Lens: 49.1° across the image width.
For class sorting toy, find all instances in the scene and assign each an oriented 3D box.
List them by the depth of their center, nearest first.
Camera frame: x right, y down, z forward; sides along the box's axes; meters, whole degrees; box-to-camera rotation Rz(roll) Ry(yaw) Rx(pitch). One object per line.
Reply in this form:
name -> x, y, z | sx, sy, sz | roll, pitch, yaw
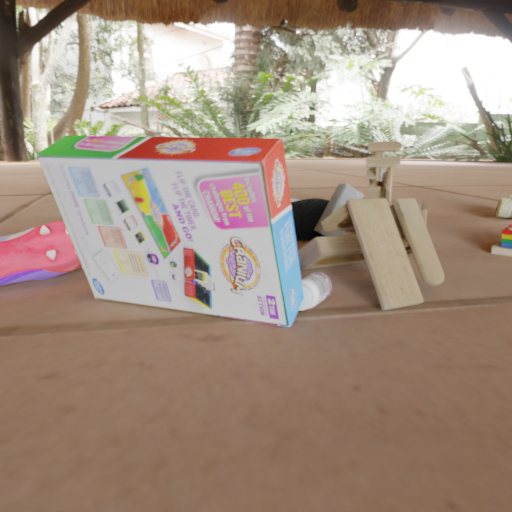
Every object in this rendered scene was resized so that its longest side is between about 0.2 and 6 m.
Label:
sorting toy -> 5.938, -0.331, 11.666 | 1.575, 0.548, 1.565 | 9, 15, 37

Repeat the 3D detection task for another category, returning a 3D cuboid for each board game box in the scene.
board game box -> -1.073, -0.346, 7.424 | 3.179, 2.432, 0.641 | 6, 38, 22

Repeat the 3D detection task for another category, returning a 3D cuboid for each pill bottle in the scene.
pill bottle -> 0.773, 0.520, 8.143 | 0.435, 0.435, 0.767 | 7, 14, 27

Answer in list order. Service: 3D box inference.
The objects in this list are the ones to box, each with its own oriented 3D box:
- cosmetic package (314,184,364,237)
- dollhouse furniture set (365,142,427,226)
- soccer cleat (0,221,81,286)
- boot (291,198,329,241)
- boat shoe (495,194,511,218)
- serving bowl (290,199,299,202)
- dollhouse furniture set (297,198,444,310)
cosmetic package -> 1.832, -0.951, 12.445 | 0.546, 1.212, 0.647 | 30, 1, -12
dollhouse furniture set -> 3.349, -1.370, 13.406 | 1.408, 1.987, 2.163 | 2, 41, 15
soccer cleat -> -4.275, 0.140, 9.106 | 3.194, 1.065, 1.221 | -14, -17, -25
boot -> 0.658, -0.984, 13.591 | 2.586, 0.973, 1.933 | -3, 13, -9
boat shoe -> 7.524, -1.367, 16.188 | 0.654, 0.729, 1.970 | 23, 27, 34
serving bowl -> 0.469, -1.224, 15.551 | 1.803, 0.593, 1.803 | 0, 12, 0
dollhouse furniture set -> 1.918, 0.273, 9.337 | 1.987, 1.703, 2.090 | -5, -20, -32
